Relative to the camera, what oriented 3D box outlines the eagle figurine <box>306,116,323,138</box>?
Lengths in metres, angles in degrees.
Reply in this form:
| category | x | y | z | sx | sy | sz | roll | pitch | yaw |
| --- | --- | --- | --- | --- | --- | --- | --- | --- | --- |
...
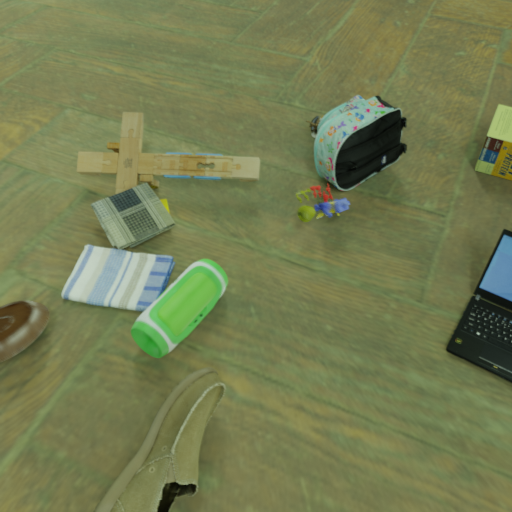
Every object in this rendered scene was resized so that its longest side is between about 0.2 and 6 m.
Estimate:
| category | x | y | z | sx | sy | sz | roll | pitch | yaw |
| --- | --- | --- | --- | --- | --- | --- | --- | --- | --- |
| eagle figurine | 1.654 | -3.411 | 14.573 | 0.540 | 0.537 | 0.712 | 58 | 25 | -3 |

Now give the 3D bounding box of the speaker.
| category | x | y | z | sx | sy | sz | roll | pitch | yaw |
| --- | --- | --- | --- | --- | --- | --- | --- | --- | --- |
| speaker | -1.358 | 0.920 | 10.208 | 0.864 | 0.864 | 1.953 | 26 | 52 | 22 |

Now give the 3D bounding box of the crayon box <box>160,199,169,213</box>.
| category | x | y | z | sx | sy | sz | roll | pitch | yaw |
| --- | --- | --- | --- | --- | --- | --- | --- | --- | --- |
| crayon box | -2.159 | -0.897 | 12.322 | 0.511 | 0.205 | 0.806 | -9 | 47 | -9 |

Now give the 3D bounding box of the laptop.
| category | x | y | z | sx | sy | sz | roll | pitch | yaw |
| --- | --- | --- | --- | --- | --- | --- | --- | --- | --- |
| laptop | 4.860 | 1.010 | 9.869 | 2.083 | 1.214 | 2.350 | 25 | 52 | 22 |

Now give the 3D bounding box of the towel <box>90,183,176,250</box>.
| category | x | y | z | sx | sy | sz | roll | pitch | yaw |
| --- | --- | --- | --- | --- | --- | --- | --- | --- | --- |
| towel | -2.627 | -0.838 | 11.967 | 1.373 | 0.246 | 1.426 | -26 | 60 | -21 |

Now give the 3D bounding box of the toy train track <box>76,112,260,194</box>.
| category | x | y | z | sx | sy | sz | roll | pitch | yaw |
| --- | --- | --- | --- | --- | --- | --- | --- | --- | --- |
| toy train track | -1.963 | -1.993 | 12.758 | 4.132 | 0.672 | 2.370 | 3 | 83 | 7 |

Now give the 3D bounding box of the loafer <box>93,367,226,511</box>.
| category | x | y | z | sx | sy | sz | roll | pitch | yaw |
| --- | --- | --- | --- | --- | --- | --- | --- | --- | --- |
| loafer | -1.188 | 2.990 | 8.193 | 0.977 | 1.101 | 2.897 | 23 | 61 | 19 |

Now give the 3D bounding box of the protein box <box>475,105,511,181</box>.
| category | x | y | z | sx | sy | sz | roll | pitch | yaw |
| --- | --- | --- | --- | --- | --- | --- | --- | --- | --- |
| protein box | 6.265 | -2.632 | 13.364 | 1.524 | 1.028 | 1.513 | 20 | 50 | 18 |

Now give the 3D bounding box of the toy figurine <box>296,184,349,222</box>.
| category | x | y | z | sx | sy | sz | roll | pitch | yaw |
| --- | --- | --- | --- | --- | --- | --- | --- | --- | --- |
| toy figurine | 1.530 | -1.118 | 11.643 | 0.801 | 0.705 | 1.337 | 2 | 13 | 40 |

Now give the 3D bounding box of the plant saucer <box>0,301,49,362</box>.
| category | x | y | z | sx | sy | sz | roll | pitch | yaw |
| --- | --- | --- | --- | --- | --- | --- | --- | --- | --- |
| plant saucer | -4.461 | 1.291 | 9.906 | 1.578 | 0.253 | 1.578 | -14 | 35 | 10 |

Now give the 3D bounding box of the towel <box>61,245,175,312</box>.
| category | x | y | z | sx | sy | sz | roll | pitch | yaw |
| --- | --- | --- | --- | --- | --- | --- | --- | --- | --- |
| towel | -2.714 | 0.417 | 11.090 | 1.944 | 0.231 | 1.428 | 8 | 48 | 7 |

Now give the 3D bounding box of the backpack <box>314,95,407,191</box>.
| category | x | y | z | sx | sy | sz | roll | pitch | yaw |
| --- | --- | --- | --- | --- | --- | --- | --- | --- | --- |
| backpack | 2.232 | -2.554 | 12.805 | 2.026 | 1.798 | 1.525 | -37 | 53 | -18 |
